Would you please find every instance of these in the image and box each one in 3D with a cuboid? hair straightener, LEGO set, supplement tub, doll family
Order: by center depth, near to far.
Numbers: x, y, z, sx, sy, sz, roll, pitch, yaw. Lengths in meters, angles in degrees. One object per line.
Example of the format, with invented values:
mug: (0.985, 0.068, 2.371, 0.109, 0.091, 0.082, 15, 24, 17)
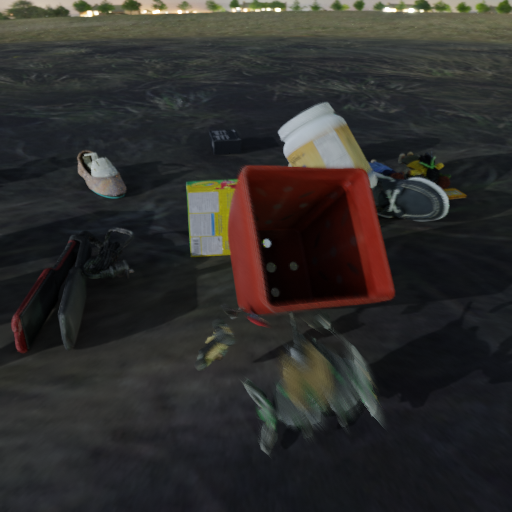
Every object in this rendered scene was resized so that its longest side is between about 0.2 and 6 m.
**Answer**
LEGO set: (0.428, 1.404, 6.827, 1.657, 0.723, 2.551, -49, 47, 0)
hair straightener: (-2.767, 0.376, 9.501, 1.443, 0.767, 3.750, -1, 23, -1)
supplement tub: (1.480, -2.047, 11.871, 1.448, 2.002, 1.448, -29, 0, 0)
doll family: (3.739, -2.007, 13.798, 2.432, 0.954, 1.406, -17, 33, -14)

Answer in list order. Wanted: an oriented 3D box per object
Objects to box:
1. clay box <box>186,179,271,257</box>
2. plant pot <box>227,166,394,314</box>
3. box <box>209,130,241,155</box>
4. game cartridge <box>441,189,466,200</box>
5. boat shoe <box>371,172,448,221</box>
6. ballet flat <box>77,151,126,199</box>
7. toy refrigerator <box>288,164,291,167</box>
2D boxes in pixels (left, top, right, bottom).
clay box: (-0.097, -0.759, 10.783, 2.413, 1.387, 0.574, -3, 27, -8)
plant pot: (0.564, -0.060, 8.432, 2.010, 2.008, 1.771, -3, -16, -23)
box: (-0.951, -3.474, 17.081, 0.844, 0.472, 1.196, -7, 27, -7)
game cartridge: (4.774, -1.526, 13.702, 0.491, 0.090, 0.557, -6, 28, -11)
boat shoe: (2.923, -1.265, 12.304, 0.800, 1.003, 2.653, -17, 21, -33)
ballet flat: (-3.989, -2.135, 14.117, 0.805, 0.796, 2.366, -19, 33, -32)
toy refrigerator: (1.473, -2.171, 14.323, 1.271, 0.445, 0.483, 18, -5, 34)
